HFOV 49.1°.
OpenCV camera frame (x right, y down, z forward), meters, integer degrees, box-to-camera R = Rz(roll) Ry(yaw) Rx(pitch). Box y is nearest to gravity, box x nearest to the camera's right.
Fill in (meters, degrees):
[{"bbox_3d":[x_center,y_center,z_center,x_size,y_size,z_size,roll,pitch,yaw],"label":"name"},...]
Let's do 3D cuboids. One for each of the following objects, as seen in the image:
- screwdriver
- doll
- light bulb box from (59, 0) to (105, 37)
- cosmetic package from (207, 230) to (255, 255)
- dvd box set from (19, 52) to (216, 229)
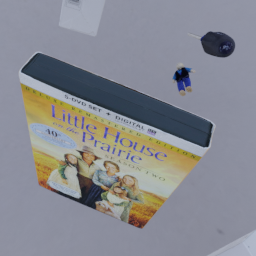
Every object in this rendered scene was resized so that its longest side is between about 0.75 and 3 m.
[{"bbox_3d":[1.345,-1.647,5.255,0.397,2.727,0.380,-26,110,5],"label":"screwdriver"},{"bbox_3d":[1.275,-1.164,6.434,0.596,0.212,0.873,-28,49,29],"label":"doll"},{"bbox_3d":[-0.897,-2.916,6.044,0.831,1.320,1.332,13,37,-14],"label":"light bulb box"},{"bbox_3d":[1.973,2.618,4.731,1.219,0.749,1.215,-46,62,31],"label":"cosmetic package"},{"bbox_3d":[-0.366,0.500,4.083,2.151,2.939,0.432,23,54,2],"label":"dvd box set"}]
